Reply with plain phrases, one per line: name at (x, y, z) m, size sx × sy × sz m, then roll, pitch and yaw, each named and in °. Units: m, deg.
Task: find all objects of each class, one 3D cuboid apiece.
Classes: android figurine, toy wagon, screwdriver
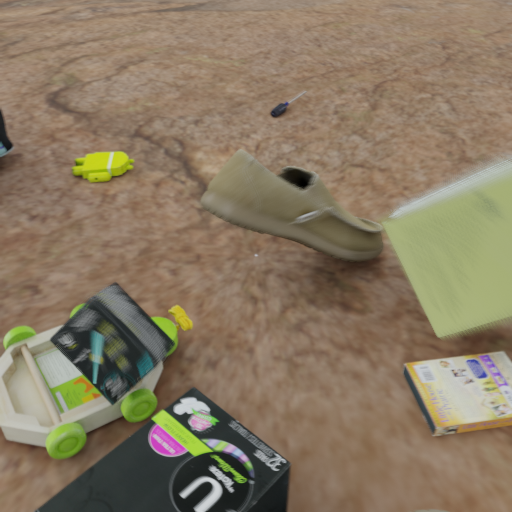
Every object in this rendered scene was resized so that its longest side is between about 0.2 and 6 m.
android figurine at (-3.151, -1.870, 11.580) m, size 1.214 × 0.249 × 1.105 m, roll -5°, pitch 37°, yaw -6°
toy wagon at (-1.951, 1.363, 7.006) m, size 2.524 × 0.499 × 1.958 m, roll -21°, pitch 42°, yaw -27°
screwdriver at (0.851, -3.977, 14.400) m, size 0.259 × 0.249 × 1.782 m, roll 39°, pitch 47°, yaw 0°

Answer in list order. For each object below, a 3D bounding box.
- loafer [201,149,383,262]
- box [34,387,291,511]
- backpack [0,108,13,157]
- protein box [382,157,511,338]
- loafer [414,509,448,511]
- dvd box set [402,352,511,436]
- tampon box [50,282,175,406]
loafer at (0.760, -0.710, 8.322) m, size 3.160 × 1.066 × 1.201 m, roll 13°, pitch 14°, yaw -33°
box at (-0.761, 2.387, 5.070) m, size 1.348 × 1.128 × 1.815 m, roll 29°, pitch 45°, yaw 33°
backpack at (-6.857, -2.462, 10.718) m, size 2.906 × 2.464 × 3.273 m, roll 19°, pitch 46°, yaw 27°
protein box at (2.875, -0.136, 7.196) m, size 1.709 × 1.697 × 1.153 m, roll -25°, pitch 3°, yaw 32°
loafer at (0.805, 2.921, 4.610) m, size 2.488 × 0.946 × 0.839 m, roll -19°, pitch 40°, yaw -8°
dvd box set at (2.622, 1.658, 6.846) m, size 1.368 × 0.201 × 1.001 m, roll -6°, pitch 37°, yaw -8°
tampon box at (-1.570, 0.949, 6.198) m, size 1.002 × 0.751 × 0.633 m, roll 47°, pitch 17°, yaw -3°
